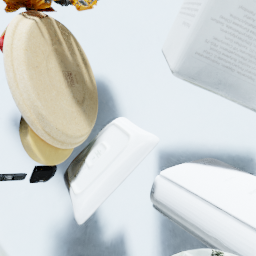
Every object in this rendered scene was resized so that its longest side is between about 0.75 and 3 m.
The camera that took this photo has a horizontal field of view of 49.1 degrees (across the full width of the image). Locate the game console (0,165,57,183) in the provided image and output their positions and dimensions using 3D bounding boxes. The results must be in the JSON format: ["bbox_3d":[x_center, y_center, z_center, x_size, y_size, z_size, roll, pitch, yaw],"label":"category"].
[{"bbox_3d":[-1.764,0.792,4.725,1.042,0.615,0.126,2,60,-28],"label":"game console"}]

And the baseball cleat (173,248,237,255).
[{"bbox_3d":[0.673,2.500,4.070,2.704,1.439,0.943,-16,36,22],"label":"baseball cleat"}]

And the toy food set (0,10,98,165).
[{"bbox_3d":[-1.256,-0.770,4.908,0.599,2.436,2.461,-12,111,22],"label":"toy food set"}]

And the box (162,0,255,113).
[{"bbox_3d":[2.184,-1.750,5.384,2.444,2.432,2.094,23,113,-8],"label":"box"}]

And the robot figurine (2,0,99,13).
[{"bbox_3d":[-1.244,-2.223,4.423,1.751,1.270,0.510,1,82,5],"label":"robot figurine"}]

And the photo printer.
[{"bbox_3d":[1.905,1.400,4.777,2.450,2.039,0.851,26,112,42],"label":"photo printer"}]

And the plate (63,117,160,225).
[{"bbox_3d":[-0.484,0.557,5.043,1.836,1.832,0.297,-47,114,-4],"label":"plate"}]

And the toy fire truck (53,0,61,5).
[{"bbox_3d":[-1.873,-4.210,5.956,2.687,1.729,2.365,33,59,-14],"label":"toy fire truck"}]
